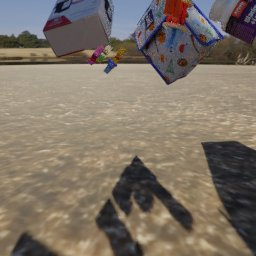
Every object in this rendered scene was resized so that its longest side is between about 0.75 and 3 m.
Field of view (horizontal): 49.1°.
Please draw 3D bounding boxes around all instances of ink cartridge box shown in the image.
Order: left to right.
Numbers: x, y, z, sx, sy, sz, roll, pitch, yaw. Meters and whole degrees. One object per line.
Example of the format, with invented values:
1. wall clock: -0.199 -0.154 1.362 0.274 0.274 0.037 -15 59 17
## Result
1. ink cartridge box: -1.615 -3.836 9.779 1.948 1.107 2.674 -12 45 14

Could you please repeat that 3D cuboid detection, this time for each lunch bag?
1. lunch bag: 1.560 -3.389 10.202 1.703 2.750 2.338 -28 -11 -40

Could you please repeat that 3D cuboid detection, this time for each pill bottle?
1. pill bottle: 3.653 -3.358 8.658 2.124 1.184 1.184 34 29 19

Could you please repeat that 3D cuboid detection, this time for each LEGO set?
1. LEGO set: -0.627 -2.661 10.266 0.860 0.926 2.256 37 21 -7

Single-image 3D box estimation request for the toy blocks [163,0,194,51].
1. toy blocks: 1.245 -3.118 7.283 0.724 1.993 1.661 15 11 16
